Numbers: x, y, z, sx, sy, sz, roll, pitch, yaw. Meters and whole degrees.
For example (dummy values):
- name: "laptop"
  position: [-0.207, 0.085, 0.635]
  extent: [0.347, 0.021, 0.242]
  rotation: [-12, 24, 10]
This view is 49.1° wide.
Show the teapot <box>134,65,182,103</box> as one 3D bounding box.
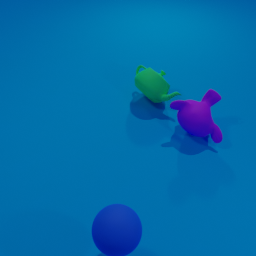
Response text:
- name: "teapot"
  position: [0.771, -1.224, 7.846]
  extent: [0.834, 1.060, 1.704]
  rotation: [-48, 60, 10]

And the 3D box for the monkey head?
- name: "monkey head"
  position: [1.801, -0.368, 6.907]
  extent: [1.559, 1.122, 0.940]
  rotation: [37, 31, -6]

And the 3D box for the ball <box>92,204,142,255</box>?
- name: "ball"
  position: [-0.180, 1.671, 4.595]
  extent: [0.827, 0.827, 0.827]
  rotation: [0, 46, 0]
